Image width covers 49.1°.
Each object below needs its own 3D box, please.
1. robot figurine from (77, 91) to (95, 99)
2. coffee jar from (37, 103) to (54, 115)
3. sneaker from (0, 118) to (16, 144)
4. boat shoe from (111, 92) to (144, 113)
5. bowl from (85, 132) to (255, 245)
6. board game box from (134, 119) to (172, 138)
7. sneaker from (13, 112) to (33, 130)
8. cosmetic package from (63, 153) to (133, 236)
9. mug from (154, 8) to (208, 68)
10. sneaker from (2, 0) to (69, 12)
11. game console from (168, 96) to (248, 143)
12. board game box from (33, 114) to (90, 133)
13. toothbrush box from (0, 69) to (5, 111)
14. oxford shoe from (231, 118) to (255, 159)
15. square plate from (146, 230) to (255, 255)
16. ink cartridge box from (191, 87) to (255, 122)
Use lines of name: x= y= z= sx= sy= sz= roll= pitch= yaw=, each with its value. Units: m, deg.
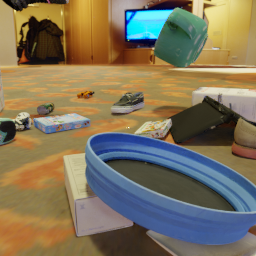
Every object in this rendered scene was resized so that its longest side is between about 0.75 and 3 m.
robot figurine: x=-2.170 y=-1.730 z=14.448 sx=0.747 sy=0.300 sz=1.031 roll=6 pitch=17 yaw=19
coffee jar: x=-3.193 y=-0.767 z=10.928 sx=0.422 sy=0.345 sz=0.809 roll=2 pitch=15 yaw=6
sneaker: x=-4.096 y=0.160 z=6.948 sx=1.525 sy=0.848 sz=2.181 roll=5 pitch=7 yaw=23
boat shoe: x=-0.023 y=-1.079 z=11.290 sx=0.757 sy=0.745 sz=2.100 roll=9 pitch=18 yaw=29
bowl: x=0.584 y=0.713 z=3.953 sx=2.483 sy=0.487 sz=2.483 roll=16 pitch=12 yaw=-3
board game box: x=0.755 y=0.028 z=8.056 sx=0.805 sy=0.221 sz=1.276 roll=-8 pitch=12 yaw=20
sneaker: x=-3.214 y=-0.201 z=8.806 sx=0.670 sy=0.411 sz=1.029 roll=5 pitch=16 yaw=12
cosmetic package: x=-0.540 y=0.929 z=4.455 sx=0.831 sy=0.587 sz=1.606 roll=-5 pitch=17 yaw=-16
mug: x=2.005 y=-3.202 z=10.363 sx=1.473 sy=1.957 sz=2.382 roll=30 pitch=32 yaw=12
sneaker: x=-3.081 y=-4.172 z=9.098 sx=2.200 sy=1.091 sz=0.778 roll=19 pitch=-12 yaw=0
game console: x=2.557 y=0.008 z=8.371 sx=2.227 sy=1.474 sz=2.533 roll=29 pitch=15 yaw=-7
board game box: x=-2.114 y=-0.178 z=8.966 sx=1.469 sy=0.269 sz=1.111 roll=-11 pitch=19 yaw=-34
toothbrush box: x=-5.493 y=-1.470 z=10.484 sx=1.148 sy=1.941 sz=2.666 roll=-4 pitch=16 yaw=-15
oxford shoe: x=3.687 y=0.235 z=6.246 sx=2.518 sy=0.942 sz=0.887 roll=3 pitch=16 yaw=10
square plate: x=0.975 y=1.424 z=3.483 sx=1.089 sy=0.156 sz=1.100 roll=-11 pitch=19 yaw=-34
ink cartridge box: x=3.644 y=-0.933 z=10.392 sx=2.262 sy=0.959 sz=1.648 roll=9 pitch=18 yaw=25
